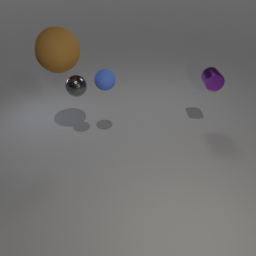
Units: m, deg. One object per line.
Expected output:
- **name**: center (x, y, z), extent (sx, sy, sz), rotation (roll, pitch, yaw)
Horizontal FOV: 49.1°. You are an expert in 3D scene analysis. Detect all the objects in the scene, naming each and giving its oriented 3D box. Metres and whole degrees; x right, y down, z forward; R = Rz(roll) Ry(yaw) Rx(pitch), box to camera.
- **cylinder**: center (3.168, -1.829, 10.488), extent (0.700, 0.700, 0.700), rotation (-1, 34, -2)
- **ball**: center (-2.203, -2.431, 8.750), extent (1.400, 1.400, 1.400), rotation (0, 33, 0)
- **ball**: center (-1.702, -1.385, 9.204), extent (0.700, 0.700, 0.700), rotation (0, 33, 0)
- **ball**: center (-0.753, -1.577, 9.174), extent (0.700, 0.700, 0.700), rotation (0, 33, 0)
